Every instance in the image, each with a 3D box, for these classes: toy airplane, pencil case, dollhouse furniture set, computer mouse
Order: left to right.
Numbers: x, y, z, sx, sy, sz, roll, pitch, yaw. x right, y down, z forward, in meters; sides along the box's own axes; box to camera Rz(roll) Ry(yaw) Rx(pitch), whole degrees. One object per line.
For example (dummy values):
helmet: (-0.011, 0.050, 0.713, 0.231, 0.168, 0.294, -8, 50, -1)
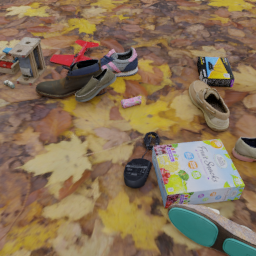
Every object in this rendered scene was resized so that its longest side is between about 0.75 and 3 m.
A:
dollhouse furniture set: (-5.030, -3.027, 12.377, 2.146, 1.512, 1.504, 10, 44, 9)
toy airplane: (-2.279, -3.567, 13.688, 2.811, 0.517, 2.811, 1, 44, -1)
pencil case: (0.136, -1.034, 11.107, 0.836, 0.366, 0.366, -15, 45, -14)
computer mouse: (0.514, 0.994, 8.985, 0.762, 0.443, 2.600, 3, 36, 23)

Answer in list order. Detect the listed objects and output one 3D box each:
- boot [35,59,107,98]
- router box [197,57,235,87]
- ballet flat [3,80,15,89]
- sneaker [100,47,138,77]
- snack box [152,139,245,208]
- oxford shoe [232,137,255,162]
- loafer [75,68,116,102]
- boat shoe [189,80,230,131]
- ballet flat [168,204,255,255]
boot: (-2.376, -2.098, 11.435, 2.961, 1.435, 1.106, -4, 42, -4)
router box: (3.910, -2.564, 12.642, 1.373, 0.470, 1.841, 3, 43, 3)
ballet flat: (-5.170, -1.956, 12.166, 0.765, 0.244, 0.258, 30, 51, 28)
sneaker: (-1.001, -2.885, 12.429, 3.000, 1.230, 1.052, -14, 45, -15)
snack box: (1.977, 1.289, 8.336, 2.208, 0.747, 1.862, -5, 43, -7)
oxford shoe: (4.483, 0.725, 8.915, 2.086, 0.770, 0.738, 5, 43, 5)
loafer: (-1.344, -1.716, 10.886, 1.844, 0.642, 0.693, -38, 43, -8)
boat shoe: (3.173, -1.114, 10.776, 1.001, 0.906, 2.809, -9, 44, -9)
ballet flat: (2.335, 2.584, 7.008, 2.766, 0.942, 0.930, 27, 28, 19)
